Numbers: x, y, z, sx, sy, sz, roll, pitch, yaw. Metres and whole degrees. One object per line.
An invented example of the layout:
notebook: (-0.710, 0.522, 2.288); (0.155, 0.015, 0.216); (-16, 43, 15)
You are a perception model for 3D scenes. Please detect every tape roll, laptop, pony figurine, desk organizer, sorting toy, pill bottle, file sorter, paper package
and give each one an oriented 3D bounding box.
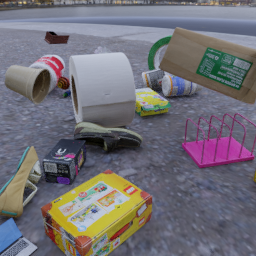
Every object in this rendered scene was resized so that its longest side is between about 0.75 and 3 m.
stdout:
tape roll: (-1.053, -1.350, 10.514); (1.925, 2.803, 2.803); (-8, 29, -16)
laptop: (-2.457, 2.417, 5.820); (0.797, 0.462, 0.746); (18, 33, 31)
pony figurine: (-1.016, -2.219, 13.358); (2.686, 2.317, 2.782); (32, 34, 3)
desk organizer: (-2.285, -2.920, 9.044); (0.285, 0.306, 0.795); (41, 34, 17)
sorting toy: (-2.943, -1.939, 13.791); (1.415, 0.850, 0.581); (27, 34, 10)
pill bottle: (-4.296, -3.000, 15.012); (1.567, 1.567, 2.792); (1, 28, 2)
tape roll: (2.355, -3.502, 14.781); (2.656, 2.656, 0.638); (15, 31, 27)
pill bottle: (2.717, -2.155, 13.959); (1.866, 1.046, 1.046); (-6, 28, -12)
pill bottle: (1.604, -2.627, 14.604); (1.640, 0.954, 0.954); (-14, 27, 6)
file sorter: (2.953, 0.297, 9.074); (1.928, 1.209, 1.340); (-7, 28, -13)
paper package: (2.631, -1.802, 8.350); (2.603, 1.347, 2.481); (29, 17, 27)

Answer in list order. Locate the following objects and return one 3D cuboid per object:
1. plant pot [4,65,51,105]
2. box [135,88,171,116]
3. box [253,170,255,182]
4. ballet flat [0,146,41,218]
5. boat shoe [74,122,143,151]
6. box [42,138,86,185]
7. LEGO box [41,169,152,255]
plant pot: (-3.247, -1.489, 8.977); (1.099, 1.200, 1.200); (19, 31, 7)
box: (0.854, -1.167, 12.616); (1.368, 0.564, 2.332); (-9, 26, -18)
box: (4.882, 1.257, 7.127); (2.155, 1.314, 2.075); (-8, 30, -15)
ballet flat: (-2.803, 1.437, 7.589); (0.799, 0.870, 2.535); (26, 28, -12)
boat shoe: (-0.685, 0.415, 9.415); (2.330, 0.832, 0.766); (12, 57, -3)
box: (-1.844, 0.953, 8.340); (0.830, 0.721, 1.359); (5, 27, 9)
LEGO box: (-0.666, 1.949, 6.358); (1.505, 0.780, 2.020); (25, 36, 39)
